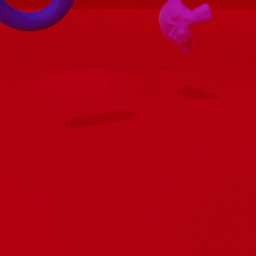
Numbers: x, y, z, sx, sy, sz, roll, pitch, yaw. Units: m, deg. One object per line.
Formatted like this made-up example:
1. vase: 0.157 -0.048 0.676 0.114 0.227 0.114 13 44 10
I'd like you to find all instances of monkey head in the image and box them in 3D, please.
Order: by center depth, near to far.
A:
1. monkey head: 1.639 -3.143 8.147 1.426 1.983 1.195 -17 24 16

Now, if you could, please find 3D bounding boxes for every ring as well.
1. ring: -1.883 -2.759 5.382 1.908 1.908 0.382 -14 53 -28
